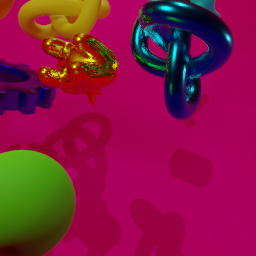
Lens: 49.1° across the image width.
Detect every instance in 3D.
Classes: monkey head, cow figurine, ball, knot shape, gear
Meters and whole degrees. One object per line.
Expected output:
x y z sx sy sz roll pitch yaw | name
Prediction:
-1.819 -1.656 3.319 0.853 0.714 1.185 27 66 20 | monkey head
1.663 -2.898 6.354 0.895 1.485 1.069 -41 37 3 | monkey head
-0.655 -0.899 4.535 1.610 1.584 0.884 5 86 39 | cow figurine
-0.958 0.681 2.498 0.962 0.962 0.962 0 52 0 | ball
-1.044 -2.273 5.356 1.884 0.871 1.763 -38 35 -20 | knot shape
0.639 -1.065 3.641 0.848 1.717 1.835 -23 86 -6 | knot shape
-2.362 -0.829 5.077 2.047 0.379 2.047 14 22 -6 | gear

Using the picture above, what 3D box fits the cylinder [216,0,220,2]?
1.440 -2.654 4.701 0.732 0.732 0.732 36 58 6 | cylinder
